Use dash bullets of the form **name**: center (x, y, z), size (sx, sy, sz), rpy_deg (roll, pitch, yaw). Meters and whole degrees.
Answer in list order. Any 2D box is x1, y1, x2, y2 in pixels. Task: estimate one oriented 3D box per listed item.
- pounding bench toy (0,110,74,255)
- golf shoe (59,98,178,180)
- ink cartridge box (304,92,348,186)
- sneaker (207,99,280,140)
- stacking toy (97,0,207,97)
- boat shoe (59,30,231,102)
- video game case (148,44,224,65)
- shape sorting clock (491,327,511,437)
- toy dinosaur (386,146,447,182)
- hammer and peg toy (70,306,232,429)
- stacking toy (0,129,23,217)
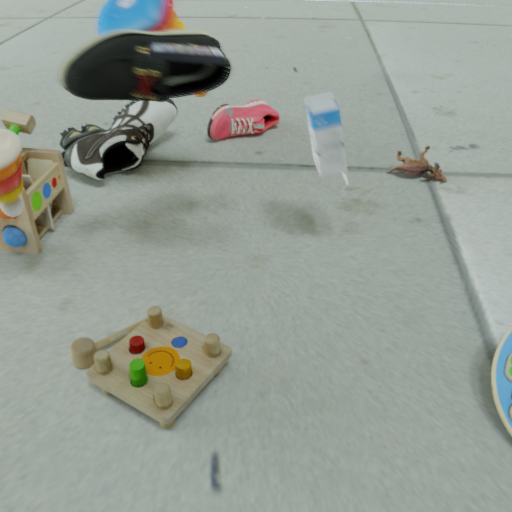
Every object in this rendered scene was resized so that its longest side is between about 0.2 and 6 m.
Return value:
- **pounding bench toy**: center (-4.774, -1.423, 10.785), size (1.434, 2.308, 1.800), rpy_deg (6, 37, 8)
- **golf shoe**: center (-3.011, -2.761, 13.650), size (1.590, 1.308, 3.365), rpy_deg (37, 56, 25)
- **ink cartridge box**: center (1.237, -1.994, 9.850), size (0.503, 1.484, 0.861), rpy_deg (-12, 35, 4)
- **sneaker**: center (-0.285, -3.611, 14.942), size (2.251, 0.830, 0.976), rpy_deg (-29, 46, -33)
- **stacking toy**: center (-1.721, -3.994, 10.910), size (1.391, 2.534, 1.471), rpy_deg (-13, 58, 25)
- **boat shoe**: center (-1.648, -2.890, 8.673), size (2.670, 0.977, 0.837), rpy_deg (-20, 57, -28)
- **video game case**: center (-0.964, -2.778, 7.692), size (0.993, 0.127, 0.897), rpy_deg (2, 26, -9)
- **shape sorting clock**: center (4.563, 1.788, 7.431), size (2.680, 0.526, 2.680), rpy_deg (-5, 61, 10)
- **toy dinosaur**: center (3.767, -2.065, 13.144), size (1.334, 0.572, 0.904), rpy_deg (-6, 44, 0)
- **hammer and peg toy**: center (-1.636, 1.420, 8.269), size (2.191, 0.772, 1.611), rpy_deg (22, 42, 26)
- **stacking toy**: center (-3.872, -1.149, 8.501), size (0.984, 1.346, 0.984), rpy_deg (-1, 48, 1)
